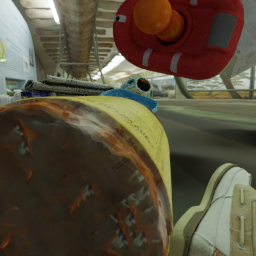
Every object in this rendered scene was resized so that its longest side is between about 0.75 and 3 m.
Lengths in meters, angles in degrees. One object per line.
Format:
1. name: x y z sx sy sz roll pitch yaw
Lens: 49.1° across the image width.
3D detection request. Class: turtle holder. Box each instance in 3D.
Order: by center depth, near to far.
1. turtle holder: 0.178 -1.094 9.906 1.708 1.298 1.213 -35 -9 -40

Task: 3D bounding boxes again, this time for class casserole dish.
1. casserole dish: -0.023 -0.670 8.777 2.062 0.400 1.249 24 42 31

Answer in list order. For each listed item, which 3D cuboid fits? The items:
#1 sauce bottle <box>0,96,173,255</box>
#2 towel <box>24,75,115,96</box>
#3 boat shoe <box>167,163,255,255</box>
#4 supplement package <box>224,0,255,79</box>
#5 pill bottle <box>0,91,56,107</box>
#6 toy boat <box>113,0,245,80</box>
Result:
1. sauce bottle: -0.136 0.226 2.226 0.961 0.961 2.912 1 4 7
2. towel: -2.210 -1.460 10.026 2.780 0.480 2.676 1 4 -26
3. boat shoe: 0.625 0.549 1.642 0.397 0.434 1.161 8 19 31
4. supplement package: 3.585 -2.817 8.101 2.109 1.601 1.589 -28 -16 6
5. pill bottle: -3.139 -0.666 8.888 1.650 0.988 0.988 -3 8 -23
6. toy boat: 0.683 -1.891 5.129 2.515 1.641 1.644 20 7 36
